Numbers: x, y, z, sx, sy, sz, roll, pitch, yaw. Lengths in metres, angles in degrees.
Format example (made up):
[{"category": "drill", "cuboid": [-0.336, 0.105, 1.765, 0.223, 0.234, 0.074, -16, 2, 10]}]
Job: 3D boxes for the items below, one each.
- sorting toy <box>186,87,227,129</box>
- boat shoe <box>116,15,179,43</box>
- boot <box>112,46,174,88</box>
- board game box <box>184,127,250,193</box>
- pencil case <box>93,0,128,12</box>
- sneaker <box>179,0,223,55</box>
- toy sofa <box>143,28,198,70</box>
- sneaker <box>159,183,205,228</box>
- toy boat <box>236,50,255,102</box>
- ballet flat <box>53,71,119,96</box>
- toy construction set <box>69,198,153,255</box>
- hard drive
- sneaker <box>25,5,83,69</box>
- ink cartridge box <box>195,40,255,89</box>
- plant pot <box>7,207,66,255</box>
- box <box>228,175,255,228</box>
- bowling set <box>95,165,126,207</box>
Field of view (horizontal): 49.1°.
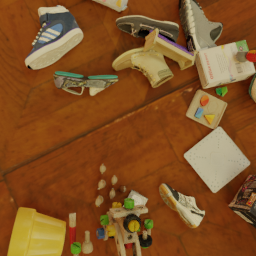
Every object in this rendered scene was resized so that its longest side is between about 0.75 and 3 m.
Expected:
[{"category": "sorting toy", "cuboid": [3.303, -1.017, 11.330, 1.340, 0.267, 1.813, 26, 84, 4]}, {"category": "boat shoe", "cuboid": [0.790, -3.967, 11.411, 2.631, 0.879, 0.750, 6, 78, -3]}, {"category": "boot", "cuboid": [0.595, -2.332, 11.229, 2.132, 0.776, 1.657, -22, 79, -9]}, {"category": "board game box", "cuboid": [3.481, 1.235, 11.052, 1.890, 0.245, 1.890, -38, 85, -4]}, {"category": "pencil case", "cuboid": [-1.349, -5.786, 11.481, 2.904, 1.207, 1.317, 16, 98, 3]}, {"category": "sneaker", "cuboid": [3.051, -4.418, 11.502, 1.548, 1.006, 2.681, -12, 93, -6]}, {"category": "toy sofa", "cuboid": [1.685, -3.163, 10.961, 2.004, 0.830, 0.978, 21, 77, -21]}, {"category": "sneaker", "cuboid": [2.062, 2.799, 10.707, 0.883, 0.762, 2.015, -40, 86, -22]}, {"category": "toy boat", "cuboid": [5.144, -2.181, 10.838, 2.437, 1.132, 2.049, 37, 84, -34]}, {"category": "ballet flat", "cuboid": [-1.672, -1.753, 11.233, 2.584, 0.930, 0.930, 4, 83, 1]}, {"category": "toy construction set", "cuboid": [-0.574, 3.225, 9.450, 2.966, 2.474, 2.279, 2, 106, 3]}, {"category": "hard drive", "cuboid": [0.208, 3.030, 10.846, 0.740, 0.200, 1.059, 30, 85, 4]}, {"category": "sneaker", "cuboid": [-3.334, -3.802, 11.324, 2.676, 1.078, 1.960, -35, 80, -3]}, {"category": "ink cartridge box", "cuboid": [3.829, -2.519, 11.232, 1.944, 0.851, 1.413, -14, 82, -3]}, {"category": "plant pot", "cuboid": [-3.198, 3.871, 10.022, 1.746, 1.855, 1.855, 11, 82, -15]}, {"category": "box", "cuboid": [5.480, 3.115, 9.968, 2.884, 1.906, 1.655, 39, 80, 5]}, {"category": "bowling set", "cuboid": [-0.628, 2.174, 10.618, 1.118, 0.862, 1.606, 3, 83, 1]}]
